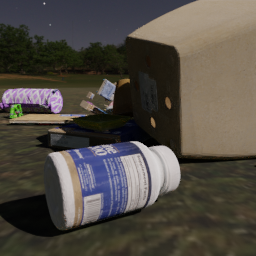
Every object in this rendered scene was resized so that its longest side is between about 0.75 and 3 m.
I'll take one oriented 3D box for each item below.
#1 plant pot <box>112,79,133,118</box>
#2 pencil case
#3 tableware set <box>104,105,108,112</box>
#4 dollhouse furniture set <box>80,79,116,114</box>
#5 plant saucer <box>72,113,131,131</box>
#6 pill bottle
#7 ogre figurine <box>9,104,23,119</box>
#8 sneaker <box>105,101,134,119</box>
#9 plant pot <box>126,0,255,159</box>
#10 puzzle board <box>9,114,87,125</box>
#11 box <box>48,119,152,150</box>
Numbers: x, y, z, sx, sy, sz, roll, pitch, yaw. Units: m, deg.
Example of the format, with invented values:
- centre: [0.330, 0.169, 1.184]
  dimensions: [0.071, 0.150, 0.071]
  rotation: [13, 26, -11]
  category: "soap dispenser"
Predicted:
- centre: [-0.030, -0.828, 7.840]
  dimensions: [0.922, 0.989, 0.922]
  rotation: [-6, -8, -1]
  category: "plant pot"
- centre: [-4.009, -1.094, 11.771]
  dimensions: [2.550, 1.070, 1.090]
  rotation: [2, 40, 17]
  category: "pencil case"
- centre: [-0.287, -0.690, 11.084]
  dimensions: [1.686, 0.384, 2.503]
  rotation: [4, 10, 18]
  category: "tableware set"
- centre: [-0.588, -0.880, 8.328]
  dimensions: [0.782, 1.198, 1.131]
  rotation: [31, 2, 23]
  category: "dollhouse furniture set"
- centre: [-0.544, -0.117, 5.810]
  dimensions: [0.890, 0.213, 0.891]
  rotation: [9, 15, 41]
  category: "plant saucer"
- centre: [-0.141, 0.539, 2.966]
  dimensions: [1.342, 0.744, 0.744]
  rotation: [-6, 12, -29]
  category: "pill bottle"
- centre: [-4.155, -0.632, 10.418]
  dimensions: [0.407, 0.497, 0.830]
  rotation: [5, 10, 26]
  category: "ogre figurine"
- centre: [0.374, -0.745, 9.174]
  dimensions: [2.163, 0.814, 1.131]
  rotation: [2, 39, 29]
  category: "sneaker"
- centre: [1.491, -0.925, 5.385]
  dimensions: [2.456, 2.771, 2.774]
  rotation: [-17, 28, -20]
  category: "plant pot"
- centre: [-2.575, -0.285, 9.385]
  dimensions: [2.148, 0.187, 1.619]
  rotation: [1, 9, 3]
  category: "puzzle board"
- centre: [-0.343, 0.075, 6.618]
  dimensions: [1.639, 0.438, 2.705]
  rotation: [5, 10, 26]
  category: "box"
